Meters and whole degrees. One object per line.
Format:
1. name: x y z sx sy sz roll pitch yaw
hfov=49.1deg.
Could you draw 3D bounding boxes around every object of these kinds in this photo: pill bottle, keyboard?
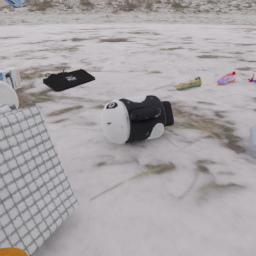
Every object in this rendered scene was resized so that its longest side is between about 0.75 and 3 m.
1. pill bottle: -4.691 -0.920 8.508 2.577 1.457 1.457 17 30 32
2. keyboard: -2.692 -2.115 12.586 1.283 0.489 2.465 37 37 18

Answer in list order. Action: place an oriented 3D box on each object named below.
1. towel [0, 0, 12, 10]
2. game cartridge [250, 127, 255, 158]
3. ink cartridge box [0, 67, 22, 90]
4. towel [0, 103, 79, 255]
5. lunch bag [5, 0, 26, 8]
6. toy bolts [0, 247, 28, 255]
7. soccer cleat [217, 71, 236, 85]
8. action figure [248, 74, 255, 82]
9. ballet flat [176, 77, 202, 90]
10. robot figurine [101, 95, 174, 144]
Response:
1. towel: -4.167 -4.594 9.843 1.048 0.694 0.181 -20 -7 -8
2. game cartridge: 4.124 0.487 6.730 2.216 0.448 1.477 9 23 19
3. ink cartridge box: -5.011 -1.950 11.466 0.502 0.862 1.192 11 27 22
4. towel: -2.027 0.876 3.883 1.049 2.031 2.452 -13 14 30
5. lunch bag: -2.531 -3.014 5.983 0.317 0.618 0.769 1 -19 43
6. toy bolts: -1.253 2.005 2.653 1.340 1.280 0.929 -27 38 -13
7. soccer cleat: 4.426 -2.248 12.576 1.249 0.477 0.416 -18 30 -34
8. action figure: 5.768 -2.221 12.658 0.261 0.396 0.801 -14 26 -29
9. ballet flat: 2.587 -1.939 11.920 1.380 0.450 0.486 -16 22 -33
10. robot figurine: 0.235 -0.262 7.364 1.912 1.437 1.193 -10 48 -21
